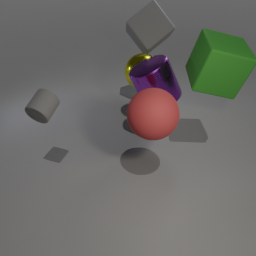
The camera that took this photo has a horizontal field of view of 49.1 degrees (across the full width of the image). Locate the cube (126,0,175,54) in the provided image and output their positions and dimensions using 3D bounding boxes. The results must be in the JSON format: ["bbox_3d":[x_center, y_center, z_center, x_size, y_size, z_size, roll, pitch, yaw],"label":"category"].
[{"bbox_3d":[0.876,-4.060,11.526,1.400,1.400,1.400,-38,5,2],"label":"cube"}]

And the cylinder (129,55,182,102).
[{"bbox_3d":[0.935,-1.520,9.488,1.400,1.400,1.400,-22,30,13],"label":"cylinder"}]

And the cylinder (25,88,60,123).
[{"bbox_3d":[-2.341,-0.602,7.686,0.700,0.700,0.700,13,58,20],"label":"cylinder"}]

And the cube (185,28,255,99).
[{"bbox_3d":[2.727,-1.933,8.460,1.400,1.400,1.400,10,43,-10],"label":"cube"}]

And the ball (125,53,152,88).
[{"bbox_3d":[0.568,-2.195,10.927,1.400,1.400,1.400,0,32,0],"label":"ball"}]

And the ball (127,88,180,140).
[{"bbox_3d":[0.668,-0.368,7.484,1.400,1.400,1.400,0,32,0],"label":"ball"}]
